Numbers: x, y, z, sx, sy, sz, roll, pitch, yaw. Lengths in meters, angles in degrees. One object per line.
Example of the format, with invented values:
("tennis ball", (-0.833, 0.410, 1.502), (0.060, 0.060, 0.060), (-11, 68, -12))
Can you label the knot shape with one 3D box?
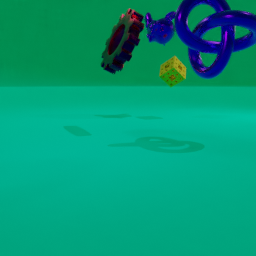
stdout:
("knot shape", (2.052, -2.074, 6.197), (1.791, 1.914, 0.884), (1, 35, 30))

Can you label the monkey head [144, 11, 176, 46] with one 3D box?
("monkey head", (1.297, -4.144, 11.489), (1.133, 1.352, 1.880), (-11, -21, -12))

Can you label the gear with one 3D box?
("gear", (-0.198, -2.470, 8.048), (0.339, 1.832, 1.832), (21, -1, -26))

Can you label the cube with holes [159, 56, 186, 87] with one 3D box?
("cube with holes", (1.758, -2.196, 10.982), (0.718, 0.718, 0.718), (37, -46, -28))
